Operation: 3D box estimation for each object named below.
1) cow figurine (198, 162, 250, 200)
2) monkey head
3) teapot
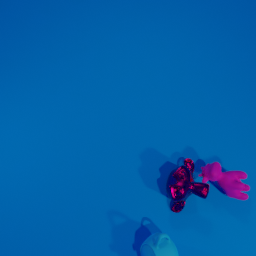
[{"bbox_3d":[2.566,1.418,7.509,1.163,1.182,0.649,1,47,35],"label":"cow figurine"},{"bbox_3d":[1.563,1.534,7.377,1.108,0.928,1.541,14,79,18],"label":"monkey head"},{"bbox_3d":[0.665,3.103,6.690,0.794,1.622,1.009,-4,31,-30],"label":"teapot"}]
